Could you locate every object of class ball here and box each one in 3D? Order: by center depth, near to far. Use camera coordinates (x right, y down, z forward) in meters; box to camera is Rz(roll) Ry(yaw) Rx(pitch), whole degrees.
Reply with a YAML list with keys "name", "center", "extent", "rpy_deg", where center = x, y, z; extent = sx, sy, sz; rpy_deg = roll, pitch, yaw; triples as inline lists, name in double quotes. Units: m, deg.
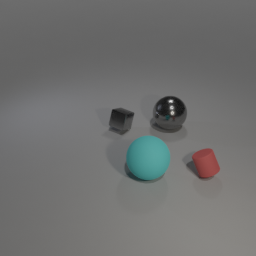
- name: "ball"
  center: [0.642, 0.942, 8.923]
  extent: [1.400, 1.400, 1.400]
  rpy_deg: [0, 32, 0]
- name: "ball"
  center: [1.714, -0.617, 11.480]
  extent: [1.400, 1.400, 1.400]
  rpy_deg: [0, 32, 0]

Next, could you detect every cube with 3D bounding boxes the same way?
- name: "cube"
  center: [-0.260, -0.368, 11.381]
  extent: [0.700, 0.700, 0.700]
  rpy_deg: [23, 20, 24]

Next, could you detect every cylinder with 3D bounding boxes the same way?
- name: "cylinder"
  center: [2.502, 1.116, 8.993]
  extent: [0.700, 0.700, 0.700]
  rpy_deg: [-24, 11, 5]
